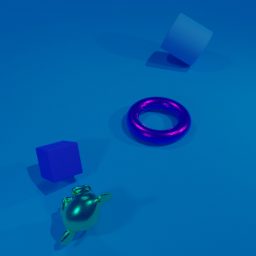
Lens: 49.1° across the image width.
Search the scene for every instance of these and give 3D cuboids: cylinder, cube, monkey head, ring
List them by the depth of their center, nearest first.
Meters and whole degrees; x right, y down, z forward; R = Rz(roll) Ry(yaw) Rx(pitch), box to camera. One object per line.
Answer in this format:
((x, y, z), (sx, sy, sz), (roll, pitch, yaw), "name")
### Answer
((-0.803, 1.605, 5.352), (1.280, 0.921, 0.771), (-46, 44, -1), "monkey head")
((-1.536, 0.720, 6.247), (0.714, 0.714, 0.714), (-15, 11, -36), "cube")
((0.863, -0.265, 7.911), (1.836, 0.367, 1.836), (0, 43, 0), "ring")
((2.125, -3.231, 10.275), (1.389, 1.389, 1.389), (31, 45, -1), "cylinder")
